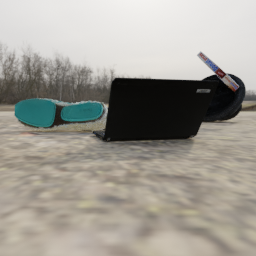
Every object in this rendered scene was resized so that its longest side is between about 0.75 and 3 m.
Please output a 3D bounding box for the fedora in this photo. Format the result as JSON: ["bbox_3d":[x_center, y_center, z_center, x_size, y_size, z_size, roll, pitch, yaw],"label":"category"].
[{"bbox_3d":[4.141,-1.156,12.928,2.898,2.898,1.324,5,-27,49],"label":"fedora"}]

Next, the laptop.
[{"bbox_3d":[0.384,-0.334,5.713,1.937,1.129,2.185,-1,4,-15],"label":"laptop"}]

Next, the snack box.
[{"bbox_3d":[3.359,-2.200,10.613,0.819,0.277,2.279,33,22,-30],"label":"snack box"}]

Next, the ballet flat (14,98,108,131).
[{"bbox_3d":[-1.794,-0.239,7.765,2.737,0.982,0.982,4,5,13],"label":"ballet flat"}]
